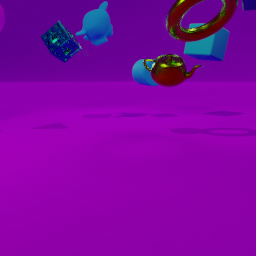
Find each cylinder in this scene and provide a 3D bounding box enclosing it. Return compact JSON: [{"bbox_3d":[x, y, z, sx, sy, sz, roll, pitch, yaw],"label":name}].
[{"bbox_3d":[0.815,-2.165,10.934,1.002,1.002,1.002,-5,14,-24],"label":"cylinder"}]

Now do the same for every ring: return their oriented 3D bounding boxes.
[{"bbox_3d":[1.772,-2.736,6.749,1.756,0.351,1.756,-13,-22,-5],"label":"ring"}]

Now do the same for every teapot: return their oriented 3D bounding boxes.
[{"bbox_3d":[1.153,-1.589,7.476,1.604,0.785,0.997,15,43,19],"label":"teapot"}]

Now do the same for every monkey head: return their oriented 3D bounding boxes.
[{"bbox_3d":[-1.281,-3.746,10.363,1.350,1.131,1.877,13,61,40],"label":"monkey head"}]

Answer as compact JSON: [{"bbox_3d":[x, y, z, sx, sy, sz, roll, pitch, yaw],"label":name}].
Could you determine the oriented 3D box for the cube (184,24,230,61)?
[{"bbox_3d":[3.074,-3.328,10.942,1.160,1.160,1.160,17,11,42],"label":"cube"}]

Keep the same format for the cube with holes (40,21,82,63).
[{"bbox_3d":[-2.420,-3.114,10.220,0.884,0.884,0.884,-36,-18,10],"label":"cube with holes"}]

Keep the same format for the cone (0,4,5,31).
[{"bbox_3d":[-3.755,-3.079,7.787,1.137,1.137,1.141,0,17,1],"label":"cone"}]

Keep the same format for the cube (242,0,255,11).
[{"bbox_3d":[3.083,-3.297,6.196,0.934,0.934,0.934,8,-8,26],"label":"cube"}]
